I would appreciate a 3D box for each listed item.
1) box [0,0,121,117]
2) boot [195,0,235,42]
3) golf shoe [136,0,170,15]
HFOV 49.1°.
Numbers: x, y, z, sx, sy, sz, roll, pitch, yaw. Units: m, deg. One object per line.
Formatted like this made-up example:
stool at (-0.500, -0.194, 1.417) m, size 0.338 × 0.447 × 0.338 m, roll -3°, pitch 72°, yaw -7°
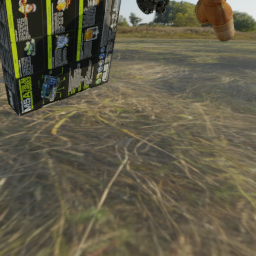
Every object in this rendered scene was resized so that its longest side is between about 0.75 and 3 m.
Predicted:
box at (-1.468, -1.891, 6.358) m, size 2.747 × 2.844 × 0.676 m, roll -26°, pitch 58°, yaw -32°
boot at (1.862, -3.028, 6.499) m, size 0.718 × 1.454 × 1.873 m, roll -20°, pitch 46°, yaw 18°
golf shoe at (0.744, -4.866, 10.770) m, size 0.950 × 0.782 × 2.010 m, roll 39°, pitch 31°, yaw 21°
